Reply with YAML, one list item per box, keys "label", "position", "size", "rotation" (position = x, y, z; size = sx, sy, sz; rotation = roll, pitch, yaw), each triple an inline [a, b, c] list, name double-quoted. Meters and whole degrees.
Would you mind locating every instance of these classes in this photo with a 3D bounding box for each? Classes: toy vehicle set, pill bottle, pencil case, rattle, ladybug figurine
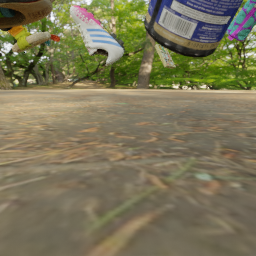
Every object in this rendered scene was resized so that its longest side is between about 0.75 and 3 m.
- label: "toy vehicle set"
  position: [1.473, -2.835, 11.114]
  size: [0.134, 1.012, 0.629]
  rotation: [-33, -17, 37]
- label: "pill bottle"
  position: [1.174, -2.333, 3.974]
  size: [1.325, 2.369, 1.325]
  rotation: [11, 45, -11]
- label: "pencil case"
  position: [3.512, -3.264, 8.071]
  size: [0.658, 1.547, 0.715]
  rotation: [40, 57, 9]
- label: "rattle"
  position: [-3.151, -3.183, 9.146]
  size: [1.123, 1.233, 1.726]
  rotation: [-35, 6, 47]
- label: "ladybug figurine"
  position: [-2.632, -2.520, 5.323]
  size: [2.435, 0.876, 1.653]
  rotation: [-5, 2, -6]

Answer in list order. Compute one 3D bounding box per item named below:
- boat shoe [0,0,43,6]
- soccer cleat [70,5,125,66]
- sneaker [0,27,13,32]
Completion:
- label: "boat shoe"
  position: [-1.799, -2.229, 4.300]
  size: [1.513, 0.538, 0.473]
  rotation: [-11, -6, -2]
- label: "soccer cleat"
  position: [-1.162, -2.953, 8.976]
  size: [2.312, 0.998, 0.807]
  rotation: [41, -3, 5]
- label: "sneaker"
  position: [-2.596, -3.306, 6.436]
  size: [1.193, 2.083, 0.796]
  rotation: [-1, 4, -7]
